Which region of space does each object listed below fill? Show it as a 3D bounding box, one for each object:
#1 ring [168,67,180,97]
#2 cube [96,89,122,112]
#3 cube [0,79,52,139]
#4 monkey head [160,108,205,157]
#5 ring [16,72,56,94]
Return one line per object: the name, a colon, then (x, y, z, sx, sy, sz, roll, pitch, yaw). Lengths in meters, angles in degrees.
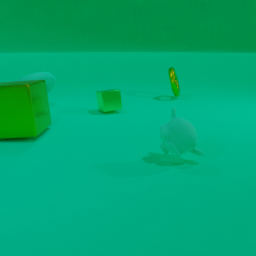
ring: (2.084, -2.065, 12.586, 0.273, 1.366, 1.366, -12, 13, 16)
cube: (-0.684, -1.003, 10.096, 0.708, 0.708, 0.708, -11, 12, -21)
cube: (-2.963, -0.534, 7.493, 1.330, 1.330, 1.330, -3, 15, 3)
monkey head: (1.051, 0.218, 5.967, 0.732, 1.214, 0.874, -25, -17, -16)
ring: (-3.769, -1.497, 10.821, 2.081, 0.416, 2.081, -28, -5, -3)
